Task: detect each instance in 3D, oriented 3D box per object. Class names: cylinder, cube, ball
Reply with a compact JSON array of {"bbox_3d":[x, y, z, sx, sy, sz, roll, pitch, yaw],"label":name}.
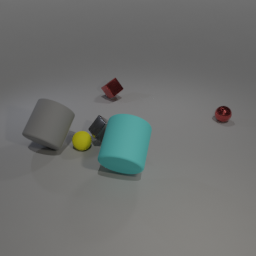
[{"bbox_3d":[-0.079,0.505,8.515,1.400,1.400,1.400,7,63,13],"label":"cylinder"},{"bbox_3d":[-0.784,-1.972,13.959,0.700,0.700,0.700,-42,14,-21],"label":"cube"},{"bbox_3d":[-2.788,-0.122,9.917,1.400,1.400,1.400,13,72,23],"label":"cylinder"},{"bbox_3d":[-1.670,0.456,10.148,0.700,0.700,0.700,0,29,0],"label":"ball"},{"bbox_3d":[4.088,-0.604,12.029,0.700,0.700,0.700,0,29,0],"label":"ball"},{"bbox_3d":[-0.916,0.076,10.389,0.700,0.700,0.700,31,10,-40],"label":"cube"}]
